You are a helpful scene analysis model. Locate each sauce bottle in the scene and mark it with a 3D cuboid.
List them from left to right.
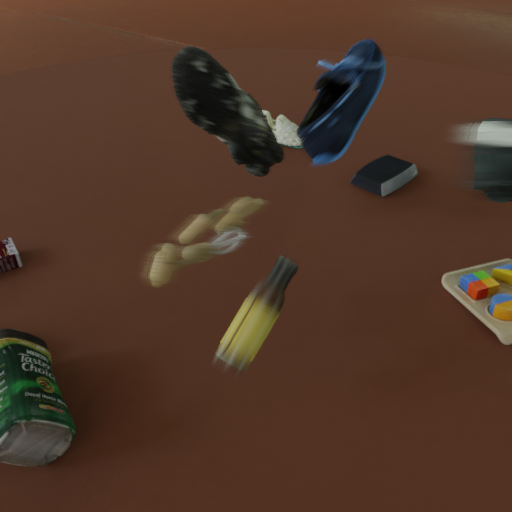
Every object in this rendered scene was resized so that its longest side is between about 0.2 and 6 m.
[{"bbox_3d":[0.054,0.773,7.727,0.522,0.522,1.614,30,86,34],"label":"sauce bottle"}]

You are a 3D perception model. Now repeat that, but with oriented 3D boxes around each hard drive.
[{"bbox_3d":[3.303,-2.105,14.373,1.113,0.349,1.650,30,46,34],"label":"hard drive"}]

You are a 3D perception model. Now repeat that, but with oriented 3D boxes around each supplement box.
[{"bbox_3d":[-5.485,0.113,11.367,1.228,0.374,0.668,-22,42,-25],"label":"supplement box"}]

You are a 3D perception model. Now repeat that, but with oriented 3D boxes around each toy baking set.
[{"bbox_3d":[-0.733,-0.104,8.017,1.806,2.353,0.274,-29,80,-28],"label":"toy baking set"}]

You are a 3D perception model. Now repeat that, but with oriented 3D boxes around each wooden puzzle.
[{"bbox_3d":[4.752,0.711,10.504,1.761,0.440,1.901,-11,38,-16],"label":"wooden puzzle"}]

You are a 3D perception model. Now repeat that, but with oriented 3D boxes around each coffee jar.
[{"bbox_3d":[-3.438,1.988,8.210,0.890,1.088,2.087,-50,45,8],"label":"coffee jar"}]

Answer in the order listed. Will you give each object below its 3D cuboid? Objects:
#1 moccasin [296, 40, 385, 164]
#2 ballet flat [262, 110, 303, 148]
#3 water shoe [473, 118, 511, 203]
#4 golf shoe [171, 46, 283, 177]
[{"bbox_3d":[1.742,-3.312,11.202,1.251,1.060,3.110,-9,50,47],"label":"moccasin"},{"bbox_3d":[0.446,-3.765,16.270,2.396,0.860,0.860,20,41,23],"label":"ballet flat"},{"bbox_3d":[4.139,-1.523,9.442,1.108,1.222,3.098,19,12,29],"label":"water shoe"},{"bbox_3d":[-0.618,-2.971,11.338,1.166,2.998,1.417,-29,33,17],"label":"golf shoe"}]
